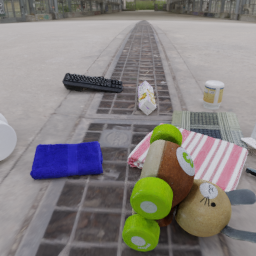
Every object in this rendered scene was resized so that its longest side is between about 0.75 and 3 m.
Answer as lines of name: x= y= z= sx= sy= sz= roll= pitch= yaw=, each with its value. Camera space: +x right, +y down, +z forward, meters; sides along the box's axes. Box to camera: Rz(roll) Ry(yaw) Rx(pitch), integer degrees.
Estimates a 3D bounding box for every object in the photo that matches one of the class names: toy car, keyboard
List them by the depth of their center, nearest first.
toy car: x=1.418 y=1.391 z=5.603 sx=2.535 sy=2.000 sz=2.082 roll=16 pitch=36 yaw=7
keyboard: x=-1.736 y=-2.404 z=14.251 sx=2.930 sy=0.376 sz=1.759 roll=8 pitch=26 yaw=-7

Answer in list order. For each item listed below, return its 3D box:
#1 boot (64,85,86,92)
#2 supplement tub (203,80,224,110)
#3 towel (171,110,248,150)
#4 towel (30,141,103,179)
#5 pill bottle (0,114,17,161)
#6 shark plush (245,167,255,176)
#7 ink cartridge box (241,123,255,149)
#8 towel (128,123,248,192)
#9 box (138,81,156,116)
boot: x=-2.608 y=-2.171 z=14.298 sx=1.232 sy=0.430 sz=0.811 roll=23 pitch=30 yaw=19
supplement tub: x=3.608 y=-1.401 z=11.883 sx=0.784 sy=1.084 sz=0.784 roll=1 pitch=27 yaw=0
towel: x=2.723 y=0.077 z=9.805 sx=2.436 sy=0.437 sz=2.530 roll=3 pitch=29 yaw=11
towel: x=-1.719 y=0.848 z=8.012 sx=1.957 sy=0.485 sz=1.445 roll=-5 pitch=26 yaw=-10
pill bottle: x=-4.569 y=0.042 z=8.466 sx=2.581 sy=1.543 sz=1.543 roll=22 pitch=34 yaw=37
shark plush: x=4.012 y=1.409 z=7.134 sx=1.881 sy=0.855 sz=0.783 roll=-3 pitch=-3 yaw=33
ink cartridge box: x=4.862 y=0.220 z=8.506 sx=2.422 sy=0.808 sz=1.403 roll=-3 pitch=26 yaw=-26
towel: x=1.732 y=0.825 z=8.014 sx=2.951 sy=0.441 sz=2.159 roll=18 pitch=37 yaw=26
box: x=0.802 y=-1.372 z=12.264 sx=0.545 sy=0.509 sz=2.630 roll=42 pitch=20 yaw=-17
